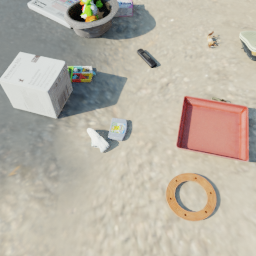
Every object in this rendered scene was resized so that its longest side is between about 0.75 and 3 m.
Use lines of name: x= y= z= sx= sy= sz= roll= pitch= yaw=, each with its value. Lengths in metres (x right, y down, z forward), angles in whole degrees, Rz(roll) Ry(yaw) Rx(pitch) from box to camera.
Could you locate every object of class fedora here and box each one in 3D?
fedora: x=-1.541 y=-4.812 z=12.441 sx=2.422 sy=1.093 sz=2.142 roll=-20 pitch=57 yaw=-8

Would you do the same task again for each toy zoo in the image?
toy zoo: x=-1.895 y=-2.169 z=11.241 sx=1.202 sy=0.123 sz=0.789 roll=0 pitch=56 yaw=1

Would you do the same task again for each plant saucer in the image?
plant saucer: x=2.880 y=0.039 z=9.575 sx=2.296 sy=0.421 sz=2.292 roll=11 pitch=57 yaw=7

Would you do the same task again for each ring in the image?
ring: x=1.874 y=2.051 z=8.385 sx=1.492 sy=0.143 sz=1.492 roll=1 pitch=56 yaw=-1

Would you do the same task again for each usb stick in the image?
usb stick: x=0.777 y=-2.924 z=11.718 sx=0.323 sy=0.190 sz=1.164 roll=-31 pitch=61 yaw=-12

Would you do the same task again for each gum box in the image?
gum box: x=-0.424 y=-5.820 z=13.498 sx=1.429 sy=0.472 sz=0.811 roll=-2 pitch=56 yaw=-1

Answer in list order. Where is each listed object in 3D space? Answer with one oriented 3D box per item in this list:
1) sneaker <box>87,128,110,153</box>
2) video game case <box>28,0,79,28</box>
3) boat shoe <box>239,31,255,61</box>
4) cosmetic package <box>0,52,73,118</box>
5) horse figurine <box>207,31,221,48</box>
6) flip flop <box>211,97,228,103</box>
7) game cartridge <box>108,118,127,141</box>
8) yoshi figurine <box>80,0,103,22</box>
sneaker: x=-1.101 y=0.415 z=9.380 sx=1.012 sy=0.381 sz=0.448 roll=40 pitch=76 yaw=22
video game case: x=-3.016 y=-6.157 z=13.830 sx=2.842 sy=0.313 sz=2.587 roll=31 pitch=61 yaw=20
boat shoe: x=5.203 y=-3.533 z=11.855 sx=0.824 sy=0.687 sz=2.208 roll=-1 pitch=40 yaw=7
cosmetic package: x=-3.176 y=-1.518 z=9.966 sx=1.814 sy=1.496 sz=1.495 roll=14 pitch=57 yaw=9
horse figurine: x=3.714 y=-3.863 z=12.317 sx=0.589 sy=0.222 sz=0.889 roll=-11 pitch=64 yaw=0
flip flop: x=3.463 y=-0.967 z=10.368 sx=0.783 sy=0.225 sz=0.318 roll=31 pitch=61 yaw=19
game cartridge: x=-0.335 y=0.040 z=9.733 sx=0.584 sy=0.177 sz=0.875 roll=8 pitch=56 yaw=1
yoshi figurine: x=-1.471 y=-5.353 z=12.064 sx=1.022 sy=1.026 sz=1.826 roll=-10 pitch=82 yaw=-25
